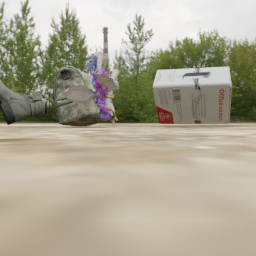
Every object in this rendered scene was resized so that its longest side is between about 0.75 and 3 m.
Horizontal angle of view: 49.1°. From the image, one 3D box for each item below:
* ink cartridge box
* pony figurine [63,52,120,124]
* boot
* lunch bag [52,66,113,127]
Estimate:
[{"bbox_3d":[2.172,-1.039,9.387,2.378,1.716,0.996,1,46,18],"label":"ink cartridge box"},{"bbox_3d":[-0.513,-0.776,5.186,0.983,1.181,1.140,-16,-31,25],"label":"pony figurine"},{"bbox_3d":[-3.605,-0.982,9.376,1.390,0.721,2.129,-19,54,-28],"label":"boot"},{"bbox_3d":[-1.400,-0.984,8.897,1.405,1.691,2.017,-13,-5,17],"label":"lunch bag"}]
